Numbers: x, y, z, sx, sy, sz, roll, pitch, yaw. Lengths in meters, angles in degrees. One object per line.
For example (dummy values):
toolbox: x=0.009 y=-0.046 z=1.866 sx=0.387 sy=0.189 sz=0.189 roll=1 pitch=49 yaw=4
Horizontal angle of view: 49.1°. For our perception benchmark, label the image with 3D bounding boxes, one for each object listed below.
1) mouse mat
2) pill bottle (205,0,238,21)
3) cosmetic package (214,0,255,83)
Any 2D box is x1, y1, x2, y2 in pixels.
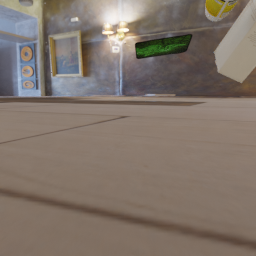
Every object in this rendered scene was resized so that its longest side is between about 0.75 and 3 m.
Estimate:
mouse mat: x=1.355 y=-3.155 z=10.993 sx=2.149 sy=0.081 sz=1.729 roll=-7 pitch=-6 yaw=4
pill bottle: x=2.292 y=-3.141 z=6.829 sx=0.697 sy=0.697 sz=1.240 roll=0 pitch=-6 yaw=1
cosmetic package: x=3.638 y=-2.702 z=8.328 sx=0.954 sy=2.352 sz=1.327 roll=20 pitch=46 yaw=-8
